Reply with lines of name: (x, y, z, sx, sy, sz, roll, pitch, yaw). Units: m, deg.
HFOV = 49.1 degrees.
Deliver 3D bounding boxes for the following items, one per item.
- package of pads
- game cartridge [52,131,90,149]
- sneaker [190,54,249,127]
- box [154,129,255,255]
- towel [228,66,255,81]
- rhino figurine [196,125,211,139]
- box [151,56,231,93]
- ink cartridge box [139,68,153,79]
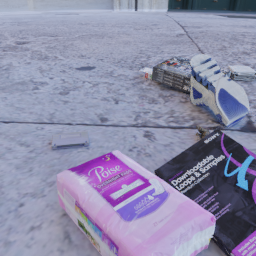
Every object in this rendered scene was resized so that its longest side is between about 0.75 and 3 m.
package of pads: (0.019, 1.635, 5.554, 1.759, 1.104, 2.919, -20, 34, -34)
game cartridge: (-1.800, 0.383, 8.825, 1.145, 0.220, 0.742, -5, 25, -9)
sneaker: (3.268, -1.225, 10.651, 1.197, 1.711, 2.963, -22, 63, -9)
box: (2.145, 1.310, 5.843, 1.996, 0.504, 2.792, -31, 43, -16)
towel: (5.785, -2.767, 14.292, 1.239, 0.530, 1.026, 1, 30, -1)
rhino figurine: (2.419, 0.216, 8.794, 0.538, 0.368, 1.229, 28, 17, -15)
box: (2.974, -2.476, 13.199, 2.968, 0.738, 2.340, 24, 37, 28)
ink cartridge box: (1.232, -2.748, 14.365, 1.238, 0.312, 0.675, 22, 36, 28)
